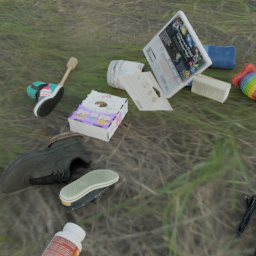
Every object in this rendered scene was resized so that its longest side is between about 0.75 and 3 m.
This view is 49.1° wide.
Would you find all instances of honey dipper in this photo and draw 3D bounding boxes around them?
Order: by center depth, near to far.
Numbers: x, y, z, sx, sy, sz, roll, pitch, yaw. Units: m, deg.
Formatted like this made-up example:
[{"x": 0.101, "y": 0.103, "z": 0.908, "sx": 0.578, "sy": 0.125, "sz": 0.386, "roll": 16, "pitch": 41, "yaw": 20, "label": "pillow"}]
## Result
[{"x": -2.873, "y": -2.562, "z": 13.118, "sx": 0.423, "sy": 0.423, "sz": 2.228, "roll": 7, "pitch": 45, "yaw": 7, "label": "honey dipper"}]

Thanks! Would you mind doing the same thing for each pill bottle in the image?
[{"x": -1.592, "y": 3.015, "z": 6.724, "sx": 0.753, "sy": 0.753, "sz": 1.342, "roll": 16, "pitch": 45, "yaw": 17, "label": "pill bottle"}]

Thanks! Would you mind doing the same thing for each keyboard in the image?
[{"x": 3.787, "y": 2.736, "z": 7.402, "sx": 1.771, "sy": 0.287, "sz": 2.787, "roll": 24, "pitch": 47, "yaw": 24, "label": "keyboard"}]

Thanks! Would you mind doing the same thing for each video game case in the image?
[{"x": 1.879, "y": -2.925, "z": 11.363, "sx": 0.302, "sy": 2.351, "sz": 2.586, "roll": -4, "pitch": 64, "yaw": -43, "label": "video game case"}]

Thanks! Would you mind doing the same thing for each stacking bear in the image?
[{"x": 5.388, "y": -1.637, "z": 11.673, "sx": 1.062, "sy": 1.134, "sz": 1.867, "roll": 19, "pitch": 34, "yaw": -44, "label": "stacking bear"}]

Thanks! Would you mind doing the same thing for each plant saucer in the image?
[{"x": -2.091, "y": 0.388, "z": 9.320, "sx": 1.230, "sy": 1.230, "sz": 0.197, "roll": -15, "pitch": 76, "yaw": -16, "label": "plant saucer"}]

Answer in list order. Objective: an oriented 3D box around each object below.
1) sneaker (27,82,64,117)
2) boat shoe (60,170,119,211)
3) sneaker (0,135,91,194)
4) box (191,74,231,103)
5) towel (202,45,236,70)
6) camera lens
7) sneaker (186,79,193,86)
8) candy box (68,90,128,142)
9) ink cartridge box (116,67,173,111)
[{"x": -3.566, "y": -1.238, "z": 11.281, "sx": 1.239, "sy": 0.858, "sz": 2.052, "roll": 14, "pitch": 36, "yaw": 8, "label": "sneaker"}, {"x": -1.100, "y": 1.778, "z": 8.210, "sx": 0.753, "sy": 0.628, "sz": 2.018, "roll": 27, "pitch": 33, "yaw": 35, "label": "boat shoe"}, {"x": -2.425, "y": 1.242, "z": 8.524, "sx": 2.863, "sy": 1.087, "sz": 1.299, "roll": -29, "pitch": 59, "yaw": -23, "label": "sneaker"}, {"x": 3.527, "y": -1.707, "z": 11.958, "sx": 1.470, "sy": 0.698, "sz": 0.571, "roll": 26, "pitch": 48, "yaw": 24, "label": "box"}, {"x": 3.991, "y": -3.657, "z": 14.090, "sx": 2.811, "sy": 0.682, "sz": 1.569, "roll": 10, "pitch": 44, "yaw": 11, "label": "towel"}, {"x": -0.007, "y": -2.266, "z": 12.149, "sx": 1.534, "sy": 1.227, "sz": 1.227, "roll": 12, "pitch": 44, "yaw": 12, "label": "camera lens"}, {"x": 2.510, "y": -2.443, "z": 12.915, "sx": 0.653, "sy": 0.642, "sz": 1.697, "roll": 6, "pitch": 43, "yaw": -18, "label": "sneaker"}, {"x": -1.073, "y": -0.515, "z": 10.651, "sx": 1.582, "sy": 0.675, "sz": 1.886, "roll": 15, "pitch": 45, "yaw": 16, "label": "candy box"}, {"x": 0.592, "y": -1.239, "z": 9.007, "sx": 1.435, "sy": 1.653, "sz": 0.360, "roll": 3, "pitch": 51, "yaw": 43, "label": "ink cartridge box"}]
